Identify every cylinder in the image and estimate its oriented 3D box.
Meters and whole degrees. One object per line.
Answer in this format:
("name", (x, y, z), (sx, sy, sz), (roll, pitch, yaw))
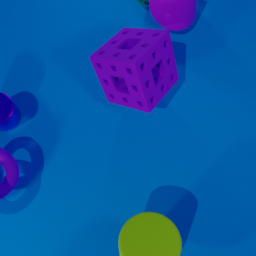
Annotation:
("cylinder", (0.435, 2.545, 5.760), (1.207, 1.207, 1.207), (-1, 47, 1))
("cylinder", (-3.235, -0.395, 7.107), (0.827, 0.827, 0.827), (2, 77, -8))

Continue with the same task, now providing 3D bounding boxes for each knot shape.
("knot shape", (-3.628, 1.341, 6.387), (1.866, 0.921, 1.994), (6, 64, 20))

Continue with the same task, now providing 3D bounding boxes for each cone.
("cone", (1.351, -3.302, 6.820), (1.335, 1.340, 1.335), (1, 84, -13))

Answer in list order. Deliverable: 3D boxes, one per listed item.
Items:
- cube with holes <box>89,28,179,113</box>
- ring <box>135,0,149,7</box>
("cube with holes", (0.195, -1.401, 6.609), (1.325, 1.325, 1.325), (19, 55, 37))
("ring", (0.515, -4.019, 7.511), (0.286, 1.430, 1.430), (19, 80, 30))
